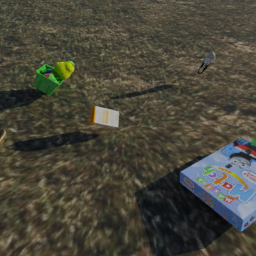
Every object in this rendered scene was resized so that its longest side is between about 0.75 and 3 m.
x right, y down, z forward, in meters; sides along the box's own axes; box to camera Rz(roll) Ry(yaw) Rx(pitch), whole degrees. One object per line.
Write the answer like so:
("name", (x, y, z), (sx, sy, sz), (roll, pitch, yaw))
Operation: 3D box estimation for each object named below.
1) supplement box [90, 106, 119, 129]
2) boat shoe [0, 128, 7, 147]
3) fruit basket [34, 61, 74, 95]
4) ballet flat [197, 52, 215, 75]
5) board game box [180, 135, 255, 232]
("supplement box", (-0.660, -0.283, 7.915), (0.776, 0.285, 0.489), (12, 72, -28))
("boat shoe", (-3.573, 0.478, 7.511), (0.355, 0.333, 0.987), (15, 57, 13))
("fruit basket", (-2.490, -1.873, 9.574), (0.996, 1.381, 1.381), (29, 36, -13))
("ballet flat", (2.801, -2.277, 10.038), (0.335, 0.994, 0.310), (40, 54, 14))
("board game box", (2.642, 1.094, 6.409), (2.307, 0.422, 1.745), (-25, 37, -24))
